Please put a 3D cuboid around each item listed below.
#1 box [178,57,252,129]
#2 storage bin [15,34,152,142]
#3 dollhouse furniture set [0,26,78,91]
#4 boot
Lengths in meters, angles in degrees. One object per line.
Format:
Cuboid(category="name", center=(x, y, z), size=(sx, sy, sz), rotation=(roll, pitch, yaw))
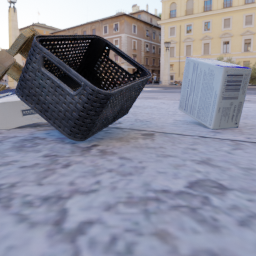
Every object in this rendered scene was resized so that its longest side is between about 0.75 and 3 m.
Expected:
Cuboid(category="box", center=(2.305, -1.019, 7.757), size=(0.926, 1.623, 1.765), rotation=(-3, 23, -21))
Cuboid(category="storage bin", center=(-0.860, -1.051, 6.330), size=(1.843, 1.278, 2.726), rotation=(38, 28, 9))
Cuboid(category="dollhouse furniture set", center=(-3.499, -1.371, 9.621), size=(2.398, 2.799, 2.943), rotation=(39, 20, -20))
Cuboid(category="boot", center=(-2.325, -0.747, 7.788), size=(2.927, 1.065, 1.322), rotation=(-5, 28, -14))
